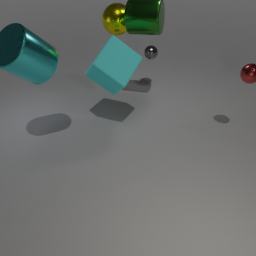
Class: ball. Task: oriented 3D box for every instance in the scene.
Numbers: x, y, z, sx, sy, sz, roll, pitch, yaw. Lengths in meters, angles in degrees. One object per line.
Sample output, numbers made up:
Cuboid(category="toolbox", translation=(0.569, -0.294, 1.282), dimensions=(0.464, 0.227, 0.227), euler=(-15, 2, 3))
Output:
Cuboid(category="ball", translation=(1.178, -3.864, 14.333), dimensions=(0.700, 0.700, 0.700), euler=(0, 31, 0))
Cuboid(category="ball", translation=(-0.485, -4.946, 12.768), dimensions=(1.400, 1.400, 1.400), euler=(0, 31, 0))
Cuboid(category="ball", translation=(4.292, -1.902, 9.791), dimensions=(0.700, 0.700, 0.700), euler=(0, 31, 0))

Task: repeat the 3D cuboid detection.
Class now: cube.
Cuboid(category="cube", translation=(-0.562, -2.331, 10.652), dimensions=(1.400, 1.400, 1.400), euler=(-60, 14, -16))

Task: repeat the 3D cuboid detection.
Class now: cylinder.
Cuboid(category="cylinder", translation=(0.719, -4.614, 11.643), dimensions=(1.400, 1.400, 1.400), euler=(7, 32, 16))
Cuboid(category="cylinder", translation=(-3.109, -2.212, 8.547), dimensions=(1.400, 1.400, 1.400), euler=(22, -2, 31))
